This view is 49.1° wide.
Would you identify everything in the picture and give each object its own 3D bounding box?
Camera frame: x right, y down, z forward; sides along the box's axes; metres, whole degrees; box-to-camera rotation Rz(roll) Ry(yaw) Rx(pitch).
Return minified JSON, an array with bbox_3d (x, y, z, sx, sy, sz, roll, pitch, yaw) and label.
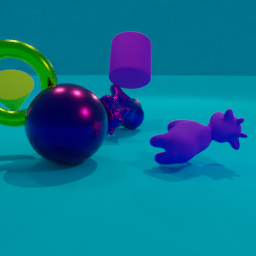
[{"bbox_3d":[-3.644,-0.901,8.895,1.334,1.339,1.334,7,50,-8],"label":"cone"},{"bbox_3d":[1.085,0.151,4.253,1.186,0.662,1.206,-4,19,43],"label":"cow figurine"},{"bbox_3d":[-0.961,-0.065,4.445,1.284,1.284,1.284,0,12,0],"label":"ball"},{"bbox_3d":[-1.961,-0.729,4.771,1.499,1.499,0.300,-2,20,-11],"label":"ring"},{"bbox_3d":[-0.162,-0.326,6.643,1.648,0.905,1.622,28,24,-38],"label":"cow figurine"},{"bbox_3d":[0.068,-1.715,7.216,1.070,1.070,1.070,3,-20,1],"label":"cylinder"}]
